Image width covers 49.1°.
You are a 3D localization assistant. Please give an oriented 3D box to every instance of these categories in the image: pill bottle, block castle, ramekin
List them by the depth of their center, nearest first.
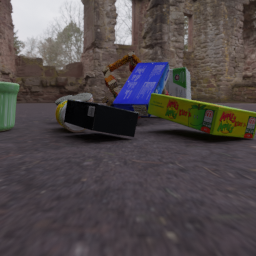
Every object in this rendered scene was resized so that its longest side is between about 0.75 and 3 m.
[{"bbox_3d":[-4.278,-0.594,7.451,2.594,1.267,2.594,2,5,0],"label":"ramekin"},{"bbox_3d":[-1.552,-0.367,7.760,0.837,0.837,1.485,-2,7,-22],"label":"pill bottle"},{"bbox_3d":[0.255,-1.757,11.793,1.865,1.309,2.791,-32,54,-7],"label":"block castle"}]

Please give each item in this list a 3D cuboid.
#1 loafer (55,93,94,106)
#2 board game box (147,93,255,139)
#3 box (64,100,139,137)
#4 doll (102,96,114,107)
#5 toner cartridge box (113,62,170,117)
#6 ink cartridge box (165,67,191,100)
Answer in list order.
[{"bbox_3d":[-1.786,-0.812,9.710,1.897,0.596,0.682,2,36,44],"label":"loafer"},{"bbox_3d":[1.660,-0.353,6.749,1.251,0.586,2.462,5,10,-29],"label":"board game box"},{"bbox_3d":[-0.642,-0.236,6.288,1.060,0.592,1.501,7,4,-35],"label":"box"},{"bbox_3d":[-0.490,-0.912,12.752,1.083,0.385,1.588,42,9,32],"label":"doll"},{"bbox_3d":[0.562,-1.436,9.930,1.246,0.566,2.623,5,44,24],"label":"toner cartridge box"},{"bbox_3d":[1.461,-1.565,12.645,2.578,1.890,1.071,-2,-5,23],"label":"ink cartridge box"}]
